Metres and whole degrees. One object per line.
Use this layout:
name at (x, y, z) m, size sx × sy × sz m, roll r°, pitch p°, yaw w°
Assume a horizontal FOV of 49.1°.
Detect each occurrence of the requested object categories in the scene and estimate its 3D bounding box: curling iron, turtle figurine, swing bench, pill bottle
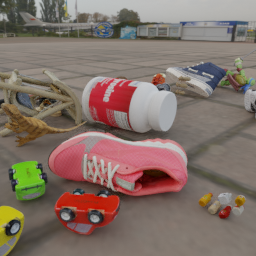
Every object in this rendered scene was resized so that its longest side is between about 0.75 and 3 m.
curling iron at (-4.051, -0.979, 10.275) m, size 2.979 × 0.381 × 0.738 m, roll -9°, pitch 23°, yaw -22°
turtle figurine at (5.065, -2.454, 12.782) m, size 1.968 × 2.029 × 1.460 m, roll 17°, pitch -8°, yaw 47°
swing bench at (-2.838, -0.975, 8.677) m, size 2.344 × 1.521 × 2.331 m, roll -10°, pitch 22°, yaw -23°
pill bottle at (0.031, -0.654, 7.966) m, size 2.482 × 1.393 × 1.393 m, roll 13°, pitch 24°, yaw 31°

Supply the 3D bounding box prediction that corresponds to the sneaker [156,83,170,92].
sneaker at (1.130, -1.217, 9.672) m, size 1.616 × 0.610 × 0.920 m, roll -38°, pitch 3°, yaw -35°

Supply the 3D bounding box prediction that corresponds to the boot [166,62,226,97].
boot at (2.931, -2.354, 12.258) m, size 1.237 × 0.996 × 2.738 m, roll -48°, pitch 45°, yaw -2°

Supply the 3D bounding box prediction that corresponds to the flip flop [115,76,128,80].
flip flop at (-0.336, -2.135, 13.029) m, size 0.854 × 0.607 × 2.107 m, roll -3°, pitch 21°, yaw -9°

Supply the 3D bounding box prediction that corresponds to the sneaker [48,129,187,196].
sneaker at (-0.192, 0.672, 5.043) m, size 2.655 × 0.978 × 1.151 m, roll 1°, pitch 22°, yaw 1°

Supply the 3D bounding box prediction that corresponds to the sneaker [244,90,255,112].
sneaker at (4.716, -0.753, 8.892) m, size 1.397 × 0.913 × 2.430 m, roll -1°, pitch 17°, yaw 6°

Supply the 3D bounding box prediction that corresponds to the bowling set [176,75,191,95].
bowling set at (2.142, -1.840, 11.383) m, size 0.476 × 0.887 × 0.617 m, roll 8°, pitch 37°, yaw -13°

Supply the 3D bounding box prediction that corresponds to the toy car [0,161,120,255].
toy car at (-1.472, 1.159, 4.431) m, size 2.268 × 0.506 × 2.134 m, roll -9°, pitch 22°, yaw -24°

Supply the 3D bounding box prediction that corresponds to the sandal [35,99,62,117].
sandal at (-2.722, -0.756, 9.583) m, size 0.502 × 0.450 × 1.368 m, roll -19°, pitch 28°, yaw -41°

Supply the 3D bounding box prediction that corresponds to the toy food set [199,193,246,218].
toy food set at (1.556, 1.190, 4.458) m, size 0.757 × 0.362 × 0.341 m, roll -24°, pitch -1°, yaw 44°

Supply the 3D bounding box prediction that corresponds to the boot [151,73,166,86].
boot at (1.078, -1.595, 11.053) m, size 0.715 × 1.022 × 1.906 m, roll 9°, pitch 24°, yaw 17°

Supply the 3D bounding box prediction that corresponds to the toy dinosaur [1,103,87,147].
toy dinosaur at (-2.179, 0.032, 6.836) m, size 1.249 × 0.711 × 2.352 m, roll -12°, pitch -16°, yaw 25°
